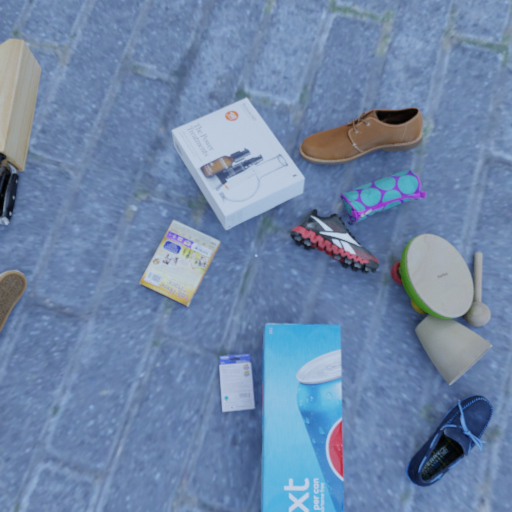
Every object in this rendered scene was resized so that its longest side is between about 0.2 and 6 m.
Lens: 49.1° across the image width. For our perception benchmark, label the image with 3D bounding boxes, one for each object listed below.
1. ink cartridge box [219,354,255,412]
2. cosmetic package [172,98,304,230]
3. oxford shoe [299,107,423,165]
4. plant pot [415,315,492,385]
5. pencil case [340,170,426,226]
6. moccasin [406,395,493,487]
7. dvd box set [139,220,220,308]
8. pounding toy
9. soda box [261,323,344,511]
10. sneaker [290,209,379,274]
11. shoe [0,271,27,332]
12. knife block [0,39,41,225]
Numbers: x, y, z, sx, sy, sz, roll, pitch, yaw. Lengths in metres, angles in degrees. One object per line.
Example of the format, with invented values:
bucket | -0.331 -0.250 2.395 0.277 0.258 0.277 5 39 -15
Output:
ink cartridge box | -0.383 2.478 10.961 0.635 0.223 1.065 -5 78 -1
cosmetic package | -0.401 -1.959 11.627 1.831 0.627 2.429 -26 66 -14
oxford shoe | 2.175 -2.636 11.805 2.648 0.944 0.945 -13 56 4
plant pot | 3.700 1.674 10.820 1.101 1.101 1.176 -38 65 -9
pencil case | 2.606 -1.222 11.620 1.632 0.695 0.754 -21 45 -6
moccasin | 3.730 3.512 10.418 0.861 0.730 2.140 40 79 10
dvd box set | -1.559 0.151 11.559 1.118 0.225 1.527 24 75 6
pounding toy | 3.517 0.588 11.211 2.223 1.031 1.716 14 61 -26
soda box | 0.808 3.369 10.145 1.416 1.340 4.175 1 76 0
sneaker | 1.708 -0.334 11.457 1.912 0.676 0.934 27 79 8
shoe | -5.379 1.190 11.164 0.759 0.580 2.171 43 78 -35
knife block | -5.380 -2.468 11.820 3.396 1.087 2.981 -41 80 -10
